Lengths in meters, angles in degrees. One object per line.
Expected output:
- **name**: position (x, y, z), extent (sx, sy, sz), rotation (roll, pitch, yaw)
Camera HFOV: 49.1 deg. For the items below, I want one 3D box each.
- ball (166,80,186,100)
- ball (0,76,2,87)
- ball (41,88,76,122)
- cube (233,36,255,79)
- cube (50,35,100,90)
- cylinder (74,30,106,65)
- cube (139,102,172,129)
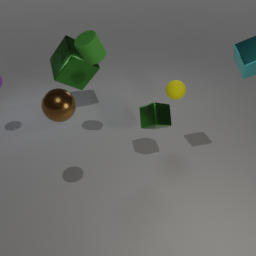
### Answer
- **ball**: position (1.701, -1.357, 9.991), extent (0.700, 0.700, 0.700), rotation (0, 32, 0)
- **ball**: position (-4.545, -1.562, 9.275), extent (0.700, 0.700, 0.700), rotation (0, 32, 0)
- **ball**: position (-1.431, -0.470, 5.806), extent (0.700, 0.700, 0.700), rotation (0, 32, 0)
- **cube**: position (3.158, -1.802, 7.118), extent (0.700, 0.700, 0.700), rotation (-20, 66, 11)
- **cube**: position (-2.259, -2.705, 11.771), extent (1.400, 1.400, 1.400), rotation (16, 42, -41)
- **cylinder**: position (-1.077, -2.308, 8.059), extent (0.700, 0.700, 0.700), rotation (-13, 53, 17)
- **cube**: position (0.858, -0.365, 8.790), extent (0.700, 0.700, 0.700), rotation (2, -10, -40)
